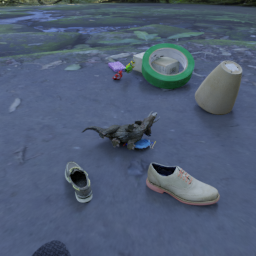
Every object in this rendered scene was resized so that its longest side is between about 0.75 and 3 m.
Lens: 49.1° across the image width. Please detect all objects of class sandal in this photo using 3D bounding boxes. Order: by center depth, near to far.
[{"bbox_3d":[-1.434,3.603,5.392,1.051,0.631,2.799,-13,48,-11],"label":"sandal"}]

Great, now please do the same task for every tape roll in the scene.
[{"bbox_3d":[2.235,-3.532,15.821,2.925,0.703,2.925,1,57,-1],"label":"tape roll"}]

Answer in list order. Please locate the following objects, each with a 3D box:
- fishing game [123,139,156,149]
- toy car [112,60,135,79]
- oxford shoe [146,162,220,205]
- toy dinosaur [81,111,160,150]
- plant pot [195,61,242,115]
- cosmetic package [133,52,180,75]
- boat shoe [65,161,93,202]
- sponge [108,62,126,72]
[{"bbox_3d":[0.449,0.612,10.641,1.178,0.183,0.843,2,23,15],"label":"fishing game"},{"bbox_3d":[-0.068,-3.310,16.031,1.728,0.385,1.626,-41,14,-4],"label":"toy car"},{"bbox_3d":[1.593,1.631,8.297,2.232,0.824,0.790,12,33,18],"label":"oxford shoe"},{"bbox_3d":[-0.225,0.227,10.540,2.936,1.130,1.502,-13,3,12],"label":"toy dinosaur"},{"bbox_3d":[4.243,-1.957,12.613,1.871,1.998,1.871,6,49,-6],"label":"plant pot"},{"bbox_3d":[1.701,-3.875,17.321,2.677,0.978,1.386,28,41,37],"label":"cosmetic package"},{"bbox_3d":[-1.560,1.532,8.740,0.640,0.535,1.790,-14,34,-21],"label":"boat shoe"},{"bbox_3d":[-0.710,-3.998,18.256,0.778,0.208,1.394,-12,33,-18],"label":"sponge"}]
